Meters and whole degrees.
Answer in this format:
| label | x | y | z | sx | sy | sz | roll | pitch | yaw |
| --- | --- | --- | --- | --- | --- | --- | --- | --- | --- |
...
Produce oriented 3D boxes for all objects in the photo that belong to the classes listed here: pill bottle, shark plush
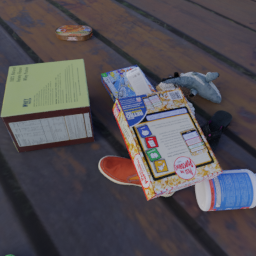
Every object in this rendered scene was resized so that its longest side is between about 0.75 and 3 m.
| label | x | y | z | sx | sy | sz | roll | pitch | yaw |
| --- | --- | --- | --- | --- | --- | --- | --- | --- | --- |
| pill bottle | 2.984 | 1.730 | 7.898 | 1.951 | 1.095 | 1.095 | -3 | 47 | -2 |
| shark plush | 2.546 | -1.646 | 10.713 | 2.521 | 1.145 | 1.050 | 12 | 69 | -32 |

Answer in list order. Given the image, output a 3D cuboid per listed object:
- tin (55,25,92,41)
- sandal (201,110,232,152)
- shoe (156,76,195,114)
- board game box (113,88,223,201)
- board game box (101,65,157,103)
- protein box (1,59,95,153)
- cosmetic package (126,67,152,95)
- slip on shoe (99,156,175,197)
| label | x | y | z | sx | sy | sz | roll | pitch | yaw |
| --- | --- | --- | --- | --- | --- | --- | --- | --- | --- |
| tin | -2.803 | -4.919 | 14.530 | 1.901 | 0.398 | 1.064 | 3 | 43 | 2 |
| sandal | 3.007 | -0.008 | 9.872 | 0.843 | 0.537 | 2.244 | 26 | 52 | 22 |
| shoe | 1.871 | -0.950 | 10.344 | 0.744 | 0.974 | 2.786 | -41 | 45 | 16 |
| board game box | 0.966 | 0.292 | 7.265 | 1.979 | 0.605 | 2.613 | -12 | 66 | -21 |
| board game box | 0.112 | -1.546 | 11.359 | 1.685 | 0.429 | 2.489 | -18 | 50 | -16 |
| protein box | -2.664 | -0.832 | 9.777 | 2.626 | 1.772 | 2.607 | -8 | 48 | -7 |
| cosmetic package | 0.481 | -1.306 | 9.543 | 0.529 | 1.429 | 0.726 | -25 | 20 | 8 |
| slip on shoe | 0.277 | 1.322 | 8.503 | 2.504 | 0.766 | 0.928 | 17 | 51 | 17 |
